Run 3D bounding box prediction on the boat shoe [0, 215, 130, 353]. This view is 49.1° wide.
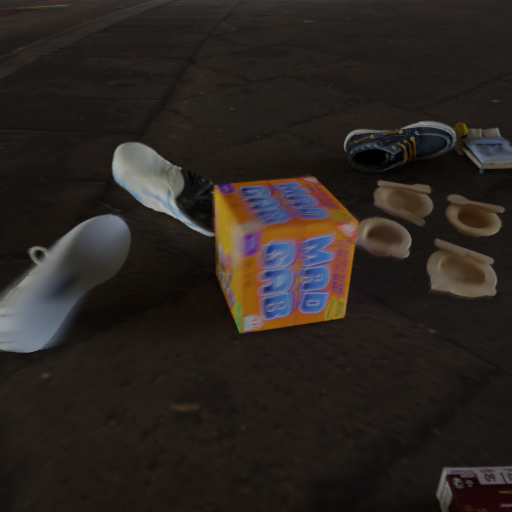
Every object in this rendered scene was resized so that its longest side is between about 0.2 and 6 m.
[{"bbox_3d":[-3.083,0.382,8.603,1.165,1.010,2.733,-5,40,37],"label":"boat shoe"}]

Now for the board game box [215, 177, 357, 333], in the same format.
[{"bbox_3d":[0.350,-0.079,8.555,1.666,1.667,1.666,-7,31,-15],"label":"board game box"}]

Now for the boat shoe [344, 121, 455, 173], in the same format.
[{"bbox_3d":[3.416,-2.473,13.187,2.623,0.928,1.191,-4,32,8],"label":"boat shoe"}]

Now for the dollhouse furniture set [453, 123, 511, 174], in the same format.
[{"bbox_3d":[6.095,-2.780,12.920,2.490,1.625,2.351,-1,32,-1],"label":"dollhouse furniture set"}]

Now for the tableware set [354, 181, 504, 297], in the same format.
[{"bbox_3d":[3.062,-0.453,9.838,2.428,0.337,2.906,18,43,15],"label":"tableware set"}]

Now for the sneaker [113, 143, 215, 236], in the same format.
[{"bbox_3d":[-1.689,-1.231,11.205,2.959,1.072,1.064,35,55,22],"label":"sneaker"}]

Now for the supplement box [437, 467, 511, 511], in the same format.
[{"bbox_3d":[2.380,2.801,5.226,0.886,0.496,1.628,-1,34,-2],"label":"supplement box"}]
